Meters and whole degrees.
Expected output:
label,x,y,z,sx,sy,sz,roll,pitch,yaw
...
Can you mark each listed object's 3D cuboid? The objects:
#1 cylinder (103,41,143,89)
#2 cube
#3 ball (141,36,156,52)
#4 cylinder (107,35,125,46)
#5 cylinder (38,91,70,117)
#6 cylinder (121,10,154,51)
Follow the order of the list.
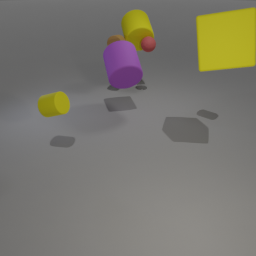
label,x,y,z,sx,sy,sz,roll,pitch,yaw
cylinder,-0.220,-2.569,11.452,1.400,1.400,1.400,-7,61,-13
cube,2.610,-2.413,7.633,1.400,1.400,1.400,-3,20,15
ball,0.948,-3.888,13.021,0.700,0.700,0.700,0,28,0
cylinder,-0.532,-3.946,12.996,0.700,0.700,0.700,8,22,14
cylinder,-2.271,-0.717,8.593,0.700,0.700,0.700,-8,23,27
cylinder,0.451,-4.752,13.653,1.400,1.400,1.400,-5,56,-9
